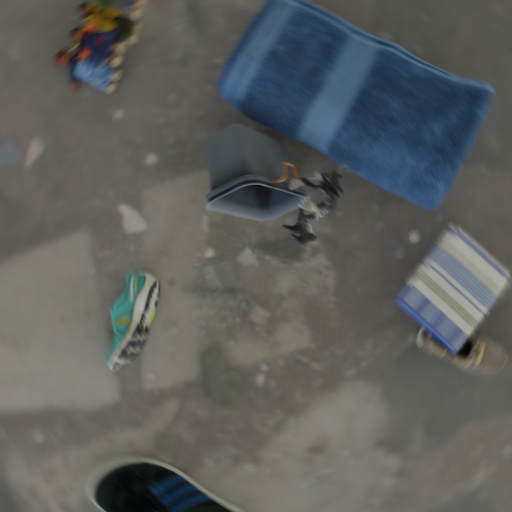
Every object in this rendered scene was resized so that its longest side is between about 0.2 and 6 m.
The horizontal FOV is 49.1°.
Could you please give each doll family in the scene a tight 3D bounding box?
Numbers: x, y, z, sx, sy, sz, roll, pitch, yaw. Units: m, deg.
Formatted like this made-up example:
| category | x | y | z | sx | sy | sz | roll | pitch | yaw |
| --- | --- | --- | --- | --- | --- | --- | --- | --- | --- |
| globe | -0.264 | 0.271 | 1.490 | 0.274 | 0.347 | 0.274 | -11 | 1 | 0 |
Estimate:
| category | x | y | z | sx | sy | sz | roll | pitch | yaw |
| --- | --- | --- | --- | --- | --- | --- | --- | --- | --- |
| doll family | -3.002 | -4.158 | 10.573 | 1.272 | 0.864 | 2.201 | 24 | 89 | -3 |

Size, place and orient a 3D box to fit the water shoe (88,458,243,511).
| category | x | y | z | sx | sy | sz | roll | pitch | yaw |
| --- | --- | --- | --- | --- | --- | --- | --- | --- | --- |
| water shoe | -1.372 | 4.480 | 9.619 | 3.296 | 1.301 | 1.178 | 21 | 86 | 2 |

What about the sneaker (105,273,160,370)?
| category | x | y | z | sx | sy | sz | roll | pitch | yaw |
| --- | --- | --- | --- | --- | --- | --- | --- | --- | --- |
| sneaker | -2.350 | 1.191 | 10.303 | 0.727 | 0.708 | 1.827 | 16 | 79 | 17 |

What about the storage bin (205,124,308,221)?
| category | x | y | z | sx | sy | sz | roll | pitch | yaw |
| --- | --- | --- | --- | --- | --- | --- | --- | --- | --- |
| storage bin | -0.003 | -1.506 | 9.827 | 1.360 | 1.868 | 1.255 | -22 | 73 | 35 |

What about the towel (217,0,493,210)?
| category | x | y | z | sx | sy | sz | roll | pitch | yaw |
| --- | --- | --- | --- | --- | --- | --- | --- | --- | --- |
| towel | 1.784 | -2.858 | 10.095 | 4.572 | 1.110 | 2.552 | 29 | 73 | 2 |

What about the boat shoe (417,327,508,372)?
| category | x | y | z | sx | sy | sz | roll | pitch | yaw |
| --- | --- | --- | --- | --- | --- | --- | --- | --- | --- |
| boat shoe | 3.830 | 1.720 | 10.246 | 1.685 | 0.501 | 0.605 | 21 | 86 | 2 |

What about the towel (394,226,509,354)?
| category | x | y | z | sx | sy | sz | roll | pitch | yaw |
| --- | --- | --- | --- | --- | --- | --- | --- | --- | --- |
| towel | 3.510 | 0.558 | 9.986 | 1.438 | 0.233 | 1.959 | 42 | 70 | 4 |

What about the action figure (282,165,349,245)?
| category | x | y | z | sx | sy | sz | roll | pitch | yaw |
| --- | --- | --- | --- | --- | --- | --- | --- | --- | --- |
| action figure | 0.946 | -0.918 | 9.257 | 0.739 | 0.861 | 1.449 | 18 | 115 | -22 |
